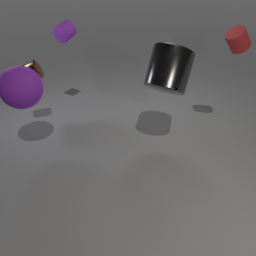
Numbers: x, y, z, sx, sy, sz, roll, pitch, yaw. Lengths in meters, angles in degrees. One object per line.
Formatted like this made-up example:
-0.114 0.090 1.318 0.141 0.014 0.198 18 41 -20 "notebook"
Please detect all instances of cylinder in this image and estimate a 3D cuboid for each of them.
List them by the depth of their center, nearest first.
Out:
1.361 -1.925 9.267 1.400 1.400 1.400 15 4 -1 "cylinder"
3.780 -3.034 9.628 0.700 0.700 0.700 -24 42 24 "cylinder"
-3.628 -2.077 10.484 0.700 0.700 0.700 -27 33 4 "cylinder"
-2.577 -3.926 11.407 0.700 0.700 0.700 20 56 30 "cylinder"

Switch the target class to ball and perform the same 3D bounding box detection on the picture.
-3.485 -1.313 9.111 1.400 1.400 1.400 0 31 0 "ball"
